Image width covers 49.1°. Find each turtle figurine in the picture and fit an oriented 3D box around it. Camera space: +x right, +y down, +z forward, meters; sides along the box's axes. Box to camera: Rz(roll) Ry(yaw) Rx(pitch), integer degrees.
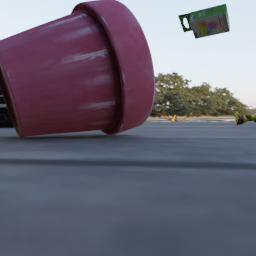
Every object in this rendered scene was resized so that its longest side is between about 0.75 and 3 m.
[{"bbox_3d":[6.052,-0.497,13.000,1.963,0.784,2.435,-7,3,17],"label":"turtle figurine"}]

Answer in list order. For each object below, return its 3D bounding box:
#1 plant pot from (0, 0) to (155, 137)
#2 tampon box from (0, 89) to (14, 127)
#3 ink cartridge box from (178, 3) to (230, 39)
[{"bbox_3d":[-0.863,-0.722,4.025,1.758,1.964,1.964,-18,9,-25],"label":"plant pot"},{"bbox_3d":[-4.167,-1.172,10.147,2.996,2.246,1.892,0,2,14],"label":"tampon box"},{"bbox_3d":[2.715,-3.760,10.077,1.712,0.508,0.889,-4,-28,27],"label":"ink cartridge box"}]
